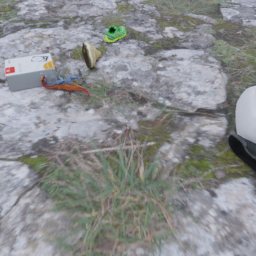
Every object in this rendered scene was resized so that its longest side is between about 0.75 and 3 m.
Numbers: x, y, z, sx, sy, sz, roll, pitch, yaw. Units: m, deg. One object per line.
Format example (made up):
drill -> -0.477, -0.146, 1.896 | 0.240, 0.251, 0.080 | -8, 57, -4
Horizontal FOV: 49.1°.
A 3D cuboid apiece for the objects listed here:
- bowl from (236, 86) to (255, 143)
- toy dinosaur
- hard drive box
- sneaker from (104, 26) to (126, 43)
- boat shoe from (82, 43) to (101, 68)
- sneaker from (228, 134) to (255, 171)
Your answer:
bowl -> 5.130, -0.419, 9.245 | 2.797, 1.044, 2.793 | 11, 44, 11
toy dinosaur -> -2.552, -1.777, 10.978 | 1.655, 0.958, 1.824 | -23, 55, 2
hard drive box -> -4.005, -2.330, 11.595 | 1.890, 0.726, 1.473 | -14, 43, -15
sneaker -> -0.618, -5.015, 14.629 | 0.615, 0.694, 1.661 | 22, 45, 24
boat shoe -> -1.601, -3.397, 12.863 | 0.777, 0.731, 2.040 | 0, 40, -18
sneaker -> 3.940, 0.769, 8.282 | 0.992, 0.571, 1.901 | -16, 46, -21
